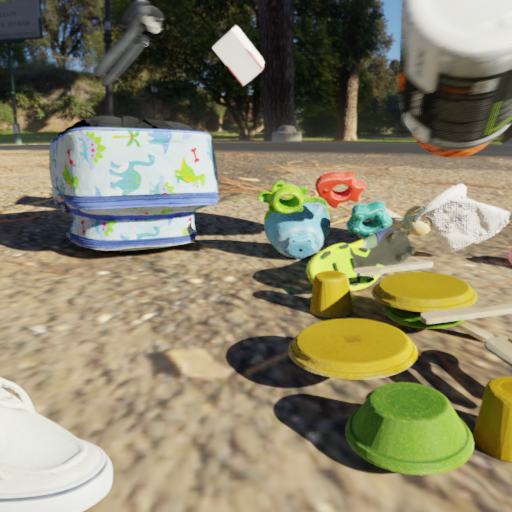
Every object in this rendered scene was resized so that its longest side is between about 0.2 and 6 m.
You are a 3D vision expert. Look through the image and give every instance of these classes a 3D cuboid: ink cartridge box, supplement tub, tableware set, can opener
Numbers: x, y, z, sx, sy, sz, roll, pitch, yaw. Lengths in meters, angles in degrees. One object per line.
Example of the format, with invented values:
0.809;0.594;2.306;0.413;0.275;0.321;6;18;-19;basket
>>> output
-0.290;-3.472;9.697;0.464;0.822;1.120;-36;19;17;ink cartridge box
2.799;-2.552;7.520;1.722;1.722;2.810;4;-17;14;supplement tub
1.411;0.832;5.312;2.394;0.545;3.554;-6;16;-11;tableware set
-2.294;-3.802;10.115;0.689;1.752;0.555;26;-6;42;can opener

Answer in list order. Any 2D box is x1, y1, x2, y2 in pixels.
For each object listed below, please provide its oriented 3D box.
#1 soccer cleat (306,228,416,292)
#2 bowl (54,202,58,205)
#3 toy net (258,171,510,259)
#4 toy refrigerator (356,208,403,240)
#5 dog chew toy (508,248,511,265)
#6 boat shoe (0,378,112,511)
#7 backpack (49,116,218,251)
1.423;0.128;8.041;2.132;0.689;0.892;-18;-7;-40;soccer cleat
-4.394;-1.713;14.980;1.645;0.615;1.648;8;18;31;bowl
1.954;-0.762;8.669;3.756;1.970;0.725;-5;48;4;toy net
2.235;-0.507;10.230;0.548;0.595;1.568;-1;15;-3;toy refrigerator
4.162;-0.016;8.807;0.385;0.385;0.619;5;9;20;dog chew toy
-1.829;1.054;3.597;1.953;0.832;0.721;5;15;21;boat shoe
-2.011;-1.192;9.493;2.712;2.178;2.964;-5;5;-22;backpack
